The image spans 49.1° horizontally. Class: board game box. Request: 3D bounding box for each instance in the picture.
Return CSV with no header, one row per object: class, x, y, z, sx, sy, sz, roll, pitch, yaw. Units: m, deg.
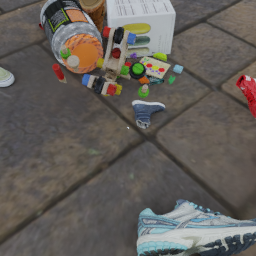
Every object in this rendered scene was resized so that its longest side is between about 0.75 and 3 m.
board game box,0.803,-1.961,10.223,0.696,0.145,1.029,-14,52,-11

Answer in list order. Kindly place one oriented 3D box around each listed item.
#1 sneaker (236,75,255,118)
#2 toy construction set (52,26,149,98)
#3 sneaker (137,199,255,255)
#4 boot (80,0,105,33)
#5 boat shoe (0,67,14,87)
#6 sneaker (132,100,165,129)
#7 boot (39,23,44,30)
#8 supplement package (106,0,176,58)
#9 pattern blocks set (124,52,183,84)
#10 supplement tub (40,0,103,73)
sneaker,3.682,-0.974,8.579,0.852,0.578,1.475,15,54,-28
toy construction set,-0.864,-1.775,8.978,2.692,2.068,2.245,-5,78,-4
sneaker,1.593,2.124,6.229,2.894,1.123,1.249,-5,47,-4
boot,-1.329,-4.611,11.261,0.912,1.915,2.476,9,46,1
boat shoe,-5.057,-2.060,9.959,2.158,0.669,0.777,19,53,15
sneaker,0.695,-0.387,8.746,1.172,0.446,0.847,2,67,-28
boot,-3.172,-4.987,12.328,1.668,0.837,2.313,-16,56,-11
supplement package,0.413,-3.956,10.819,2.314,1.756,1.743,-6,51,-5
pattern blocks set,0.861,-2.201,10.212,2.061,0.167,1.811,31,57,22
supplement tub,-2.074,-3.459,10.391,1.809,1.809,2.952,-17,52,-14
